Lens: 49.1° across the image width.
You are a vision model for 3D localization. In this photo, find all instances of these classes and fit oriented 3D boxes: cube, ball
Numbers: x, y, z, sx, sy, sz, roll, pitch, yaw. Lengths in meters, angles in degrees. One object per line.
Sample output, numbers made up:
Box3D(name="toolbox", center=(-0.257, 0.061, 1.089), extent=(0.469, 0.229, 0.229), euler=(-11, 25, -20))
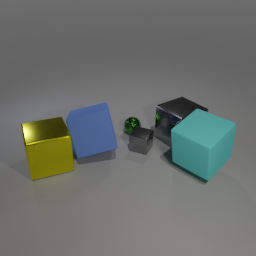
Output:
Box3D(name="cube", center=(0.499, 0.454, 10.344), extent=(0.700, 0.700, 0.700), euler=(14, 33, 21))
Box3D(name="cube", center=(-1.226, 0.038, 9.742), extent=(1.400, 1.400, 1.400), euler=(-14, 16, -2))
Box3D(name="cube", center=(2.003, -0.189, 10.730), extent=(1.400, 1.400, 1.400), euler=(-20, 36, -30))
Box3D(name="cube", center=(2.341, 0.485, 8.812), extent=(1.400, 1.400, 1.400), euler=(-36, 45, -30))
Box3D(name="ball", center=(0.177, -0.103, 11.279), extent=(0.700, 0.700, 0.700), euler=(0, 31, 0))
Box3D(name="cube", center=(-2.670, 0.633, 9.327), extent=(1.400, 1.400, 1.400), euler=(-11, 33, -19))
